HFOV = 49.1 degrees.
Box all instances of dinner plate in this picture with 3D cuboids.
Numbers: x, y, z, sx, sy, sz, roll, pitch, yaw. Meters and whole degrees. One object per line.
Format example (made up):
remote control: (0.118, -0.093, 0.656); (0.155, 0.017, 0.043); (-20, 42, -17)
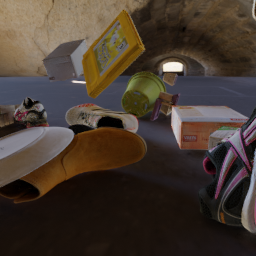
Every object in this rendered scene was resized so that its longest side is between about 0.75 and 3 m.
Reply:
dinner plate: (-2.278, 0.485, 5.087); (2.642, 0.320, 2.642); (-19, 18, 6)

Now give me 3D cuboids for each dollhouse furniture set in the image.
dollhouse furniture set: (2.251, -1.105, 11.276); (1.724, 1.925, 2.429); (20, 15, 15)

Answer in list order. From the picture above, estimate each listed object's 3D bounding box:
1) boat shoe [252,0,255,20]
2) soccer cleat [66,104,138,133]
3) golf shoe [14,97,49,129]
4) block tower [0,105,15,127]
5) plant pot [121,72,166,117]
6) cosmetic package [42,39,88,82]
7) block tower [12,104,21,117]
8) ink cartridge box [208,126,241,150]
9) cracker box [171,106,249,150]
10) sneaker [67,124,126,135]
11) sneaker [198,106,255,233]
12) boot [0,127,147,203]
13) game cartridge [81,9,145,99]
boat shoe: (2.948, -2.965, 5.449); (0.732, 1.986, 0.687); (22, 7, 1)
soccer cleat: (-0.957, -0.231, 8.686); (2.615, 0.897, 1.114); (11, 11, 22)
golf shoe: (-3.409, -0.591, 9.842); (0.829, 1.051, 2.282); (-11, 16, -37)
block tower: (-5.372, -0.502, 10.206); (2.566, 0.742, 0.693); (3, 14, 19)
plant pot: (0.547, -1.296, 11.843); (1.824, 1.824, 1.677); (5, 25, 19)
cosmetic package: (-2.383, -2.727, 11.188); (1.203, 1.016, 2.253); (-8, 28, 10)
block tower: (-4.943, -0.666, 11.225); (1.713, 0.495, 0.463); (-5, 0, -28)
ink cartridge box: (2.687, 0.487, 5.908); (1.689, 0.712, 1.234); (8, 15, 30)
cracker box: (2.303, -0.093, 8.216); (1.838, 0.791, 2.744); (1, 12, 4)
sneaker: (-0.689, 0.339, 7.164); (1.934, 0.693, 0.801); (6, -8, 20)
sneaker: (1.820, 0.401, 4.475); (1.166, 1.085, 2.700); (-2, 29, 34)
boot: (-1.054, 0.690, 5.028); (2.612, 0.919, 1.870); (-1, 18, 12)
game cartridge: (-0.530, -2.043, 7.713); (0.323, 1.993, 1.757); (26, 35, -41)
